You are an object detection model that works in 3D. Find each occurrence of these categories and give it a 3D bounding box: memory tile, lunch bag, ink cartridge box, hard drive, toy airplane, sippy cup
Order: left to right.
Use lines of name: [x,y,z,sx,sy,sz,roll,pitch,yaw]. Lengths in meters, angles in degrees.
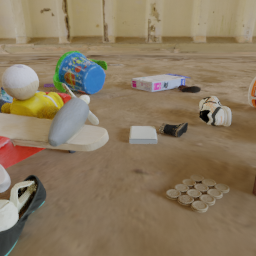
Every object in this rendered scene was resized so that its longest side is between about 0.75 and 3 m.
toy airplane: [-2.079,-0.131,5.193,2.868,2.024,2.856,-6,20,-20]
lunch bag: [-3.911,-1.181,10.308,1.437,0.592,1.155,9,7,-16]
sippy cup: [-2.066,-2.422,12.846,1.779,2.428,1.906,26,-8,33]
hard drive: [0.393,0.166,7.318,0.684,0.136,1.037,1,17,2]
ink cartridge box: [1.719,-2.348,14.340,2.711,0.569,1.618,-16,24,-33]
memory tile: [1.159,1.062,4.664,0.751,0.082,0.980,16,25,41]

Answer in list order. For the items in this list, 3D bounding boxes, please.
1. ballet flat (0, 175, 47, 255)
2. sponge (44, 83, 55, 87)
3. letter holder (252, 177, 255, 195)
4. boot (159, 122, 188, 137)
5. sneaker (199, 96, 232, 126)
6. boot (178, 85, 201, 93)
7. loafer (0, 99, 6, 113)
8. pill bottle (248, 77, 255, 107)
ballet flat: [-1.592,1.114,3.763,0.535,0.538,1.572,-1,18,6]
sponge: [-4.012,-2.263,14.771,0.816,0.122,0.455,-6,20,-16]
letter holder: [2.795,0.803,4.637,1.205,0.606,0.857,-16,26,-39]
boot: [1.256,-0.003,7.617,0.596,0.290,0.791,11,27,29]
sneaker: [2.509,-0.565,8.701,0.744,0.685,1.859,-3,18,-4]
boot: [2.927,-1.905,13.437,0.935,0.322,1.003,2,14,1]
loafer: [-4.321,-0.739,9.492,1.375,0.497,0.500,9,20,26]
pill bottle: [5.374,-1.131,9.607,1.181,1.181,2.090,-16,25,-40]
